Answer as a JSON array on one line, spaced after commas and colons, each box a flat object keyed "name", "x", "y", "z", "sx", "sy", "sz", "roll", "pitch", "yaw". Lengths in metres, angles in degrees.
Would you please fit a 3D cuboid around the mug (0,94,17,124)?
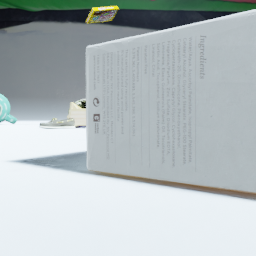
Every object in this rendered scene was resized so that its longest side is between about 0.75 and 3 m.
[{"name": "mug", "x": -5.488, "y": -0.805, "z": 11.662, "sx": 1.624, "sy": 1.335, "sz": 1.004, "roll": 0, "pitch": 8, "yaw": -21}]

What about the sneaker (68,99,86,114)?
[{"name": "sneaker", "x": -1.394, "y": -0.573, "z": 9.272, "sx": 1.327, "sy": 0.991, "sz": 2.957, "roll": 5, "pitch": 2, "yaw": -35}]

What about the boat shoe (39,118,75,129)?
[{"name": "boat shoe", "x": -1.760, "y": -0.117, "z": 6.968, "sx": 0.895, "sy": 0.267, "sz": 0.320, "roll": -1, "pitch": 2, "yaw": -28}]

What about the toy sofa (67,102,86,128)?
[{"name": "toy sofa", "x": -0.828, "y": -0.279, "z": 7.447, "sx": 1.479, "sy": 0.722, "sz": 0.613, "roll": 0, "pitch": -14, "yaw": 20}]

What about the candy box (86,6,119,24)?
[{"name": "candy box", "x": -0.892, "y": -3.963, "z": 9.803, "sx": 1.178, "sy": 0.156, "sz": 0.602, "roll": -26, "pitch": -9, "yaw": -40}]

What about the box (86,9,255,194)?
[{"name": "box", "x": 0.486, "y": -0.086, "z": 1.189, "sx": 1.172, "sy": 0.571, "sz": 0.729, "roll": 1, "pitch": 1, "yaw": 37}]
